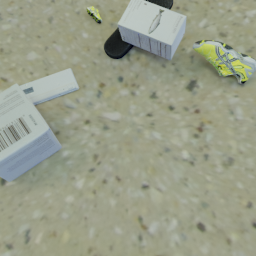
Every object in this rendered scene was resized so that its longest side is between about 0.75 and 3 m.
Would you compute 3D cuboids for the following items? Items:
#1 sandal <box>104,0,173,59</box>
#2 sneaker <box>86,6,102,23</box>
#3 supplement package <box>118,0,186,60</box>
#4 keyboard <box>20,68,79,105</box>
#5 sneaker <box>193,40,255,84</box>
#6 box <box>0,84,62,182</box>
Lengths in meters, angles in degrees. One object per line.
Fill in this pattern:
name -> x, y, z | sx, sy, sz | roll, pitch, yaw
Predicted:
sandal -> 0.353, -3.465, 9.543 | 1.111, 0.666, 2.957 | 42, 88, 22
sneaker -> -1.134, -4.025, 9.873 | 0.314, 0.310, 0.822 | -35, 73, -13
supplement package -> 0.739, -2.999, 8.490 | 1.757, 1.031, 1.027 | 25, 83, 12
keyboard -> -3.066, -1.050, 8.714 | 2.996, 0.160, 0.843 | -22, 63, -9
sneaker -> 2.928, -2.050, 8.595 | 2.094, 0.789, 0.800 | 23, 97, -2
box -> -3.039, 0.155, 7.440 | 1.721, 1.482, 1.730 | -35, 70, -13
